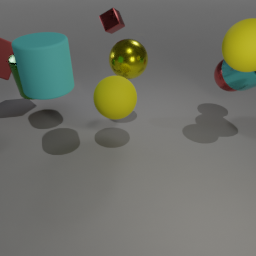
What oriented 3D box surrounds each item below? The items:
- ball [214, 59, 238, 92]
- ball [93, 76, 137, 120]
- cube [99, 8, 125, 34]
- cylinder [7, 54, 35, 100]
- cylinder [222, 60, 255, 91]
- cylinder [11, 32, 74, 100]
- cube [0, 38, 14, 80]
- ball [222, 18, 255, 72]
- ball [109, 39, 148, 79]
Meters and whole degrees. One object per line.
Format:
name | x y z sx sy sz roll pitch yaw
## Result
ball | 4.187 -2.162 11.262 1.400 1.400 1.400 0 28 0
ball | -0.410 -0.973 9.001 1.400 1.400 1.400 0 28 0
cube | -0.646 -4.400 11.539 0.700 0.700 0.700 -22 3 21
cylinder | -3.400 -1.965 10.107 1.400 1.400 1.400 -5 37 4
cylinder | 4.031 -2.032 9.093 1.400 1.400 1.400 -8 -3 -15
cylinder | -2.233 -1.687 7.528 1.400 1.400 1.400 -1 34 1
cube | -5.225 -2.811 10.704 1.400 1.400 1.400 16 7 -42
ball | 3.281 -2.231 7.607 1.400 1.400 1.400 0 28 0
ball | 0.015 -2.441 9.969 1.400 1.400 1.400 0 28 0
